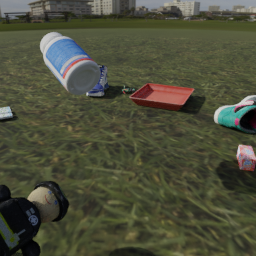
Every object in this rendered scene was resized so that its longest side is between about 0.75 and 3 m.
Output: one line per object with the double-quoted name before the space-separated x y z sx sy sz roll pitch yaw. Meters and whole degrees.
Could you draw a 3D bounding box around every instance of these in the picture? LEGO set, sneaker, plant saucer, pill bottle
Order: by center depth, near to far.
"pill bottle" -1.513 -1.681 7.021 0.964 0.964 1.717 -19 54 -35
"sneaker" 4.993 -0.592 11.211 2.669 1.116 1.611 -20 26 -20
"LEGO set" -6.316 -0.698 12.246 2.222 0.545 1.660 -12 24 -23
"plant saucer" 1.761 -1.560 14.094 2.644 0.486 2.649 10 26 21
"sneaker" -1.689 -2.699 15.389 1.009 1.442 2.497 2 25 7

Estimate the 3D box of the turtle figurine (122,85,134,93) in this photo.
"turtle figurine" -0.058 -2.101 15.362 0.784 0.395 0.587 0 35 -39

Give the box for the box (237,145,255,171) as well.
"box" 3.721 0.932 8.821 0.406 0.440 0.858 5 25 11

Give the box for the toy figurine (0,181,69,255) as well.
"toy figurine" -2.223 1.885 4.533 2.395 2.433 1.693 10 18 26
